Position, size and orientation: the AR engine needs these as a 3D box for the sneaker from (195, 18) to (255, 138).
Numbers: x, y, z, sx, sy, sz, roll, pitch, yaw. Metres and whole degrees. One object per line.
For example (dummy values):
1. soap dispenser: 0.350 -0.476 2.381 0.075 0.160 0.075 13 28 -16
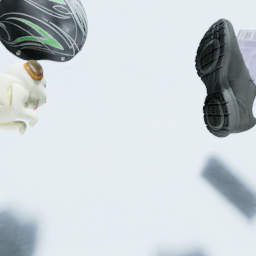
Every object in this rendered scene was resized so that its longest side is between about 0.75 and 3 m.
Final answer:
1. sneaker: 2.162 -1.058 6.010 1.137 0.952 2.506 -3 89 -25

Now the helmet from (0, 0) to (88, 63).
1. helmet: -1.776 -2.327 6.035 1.753 1.839 1.839 4 49 16

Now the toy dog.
1. toy dog: -2.110 -0.546 4.648 1.617 1.128 1.568 -28 80 -40

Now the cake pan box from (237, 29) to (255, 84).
1. cake pan box: 3.490 -1.764 7.380 1.780 0.466 1.640 17 79 36
